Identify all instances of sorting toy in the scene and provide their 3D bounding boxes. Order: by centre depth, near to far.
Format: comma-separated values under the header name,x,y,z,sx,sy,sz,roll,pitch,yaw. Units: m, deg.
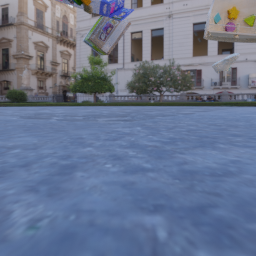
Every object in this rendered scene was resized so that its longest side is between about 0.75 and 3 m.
name,x,y,z,sx,sy,sz,roll,pitch,yaw
sorting toy,-0.941,-2.165,4.309,1.006,0.181,1.350,43,8,-28
sorting toy,3.248,-3.524,8.412,1.961,1.765,1.047,4,14,-2

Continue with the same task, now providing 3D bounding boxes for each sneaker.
name,x,y,z,sx,sy,sz,roll,pitch,yaw
sneaker,3.509,-2.242,9.849,0.399,0.470,1.062,-38,9,-37

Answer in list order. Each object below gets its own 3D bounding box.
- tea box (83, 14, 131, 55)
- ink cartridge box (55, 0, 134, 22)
name,x,y,z,sx,sy,sz,roll,pitch,yaw
tea box,-0.820,-3.534,10.371,0.950,1.421,1.398,35,1,-22
ink cartridge box,-0.967,-3.633,7.847,2.179,0.457,1.300,22,38,6
